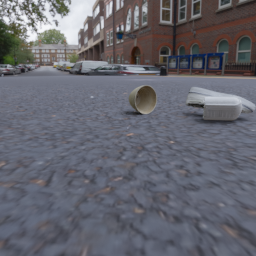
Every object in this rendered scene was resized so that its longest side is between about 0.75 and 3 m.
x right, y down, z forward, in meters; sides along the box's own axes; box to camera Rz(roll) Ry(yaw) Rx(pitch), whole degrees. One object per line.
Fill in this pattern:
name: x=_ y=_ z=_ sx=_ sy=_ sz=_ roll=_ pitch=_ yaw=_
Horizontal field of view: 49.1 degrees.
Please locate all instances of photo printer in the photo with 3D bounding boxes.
photo printer: x=3.166 y=-0.652 z=9.404 sx=1.219 sy=0.423 sz=1.015 roll=2 pitch=-30 yaw=15

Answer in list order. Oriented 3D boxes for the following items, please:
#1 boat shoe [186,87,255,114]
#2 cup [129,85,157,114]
boat shoe: x=3.309 y=-0.839 z=10.296 sx=2.481 sy=0.815 sz=0.893 roll=20 pitch=-5 yaw=26
cup: x=0.483 y=-1.144 z=11.159 sx=1.120 sy=1.120 sz=0.801 roll=-9 pitch=12 yaw=-34
